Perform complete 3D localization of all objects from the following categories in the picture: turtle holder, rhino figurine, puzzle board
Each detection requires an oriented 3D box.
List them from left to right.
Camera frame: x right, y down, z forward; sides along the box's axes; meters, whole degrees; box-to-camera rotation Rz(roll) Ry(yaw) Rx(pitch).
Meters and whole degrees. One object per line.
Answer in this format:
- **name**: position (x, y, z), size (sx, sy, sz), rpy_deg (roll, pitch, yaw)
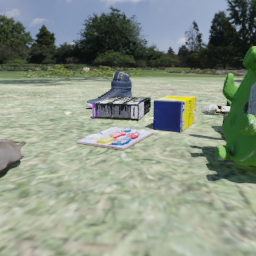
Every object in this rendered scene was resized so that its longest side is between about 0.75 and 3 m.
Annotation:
- **rhino figurine**: position (-2.365, 0.487, 5.060), size (0.739, 0.505, 1.691), rpy_deg (15, 12, 2)
- **puzzle board**: position (-0.275, 0.204, 7.188), size (1.318, 0.152, 1.749), rpy_deg (7, 14, 27)
- **turtle holder**: position (2.593, -0.025, 4.887), size (1.821, 2.564, 1.948), rpy_deg (12, 46, 3)

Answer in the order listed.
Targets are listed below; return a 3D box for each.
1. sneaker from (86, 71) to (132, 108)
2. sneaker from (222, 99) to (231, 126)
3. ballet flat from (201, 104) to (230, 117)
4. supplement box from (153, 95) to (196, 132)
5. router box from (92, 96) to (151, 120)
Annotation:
- **sneaker**: position (-0.823, -1.698, 12.420), size (2.260, 1.633, 0.859), rpy_deg (-9, 17, -28)
- **sneaker**: position (2.960, -0.115, 7.367), size (0.791, 0.863, 2.061), rpy_deg (14, 31, 5)
- **ballet flat**: position (2.226, -0.456, 6.791), size (0.937, 0.316, 0.292), rpy_deg (10, -26, 29)
- **supplement box**: position (1.470, -0.489, 8.604), size (0.884, 0.878, 1.614), rpy_deg (6, 14, 26)
- **router box**: position (-0.155, -0.810, 10.702), size (1.723, 0.590, 2.310), rpy_deg (3, 13, 15)
